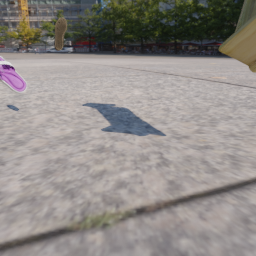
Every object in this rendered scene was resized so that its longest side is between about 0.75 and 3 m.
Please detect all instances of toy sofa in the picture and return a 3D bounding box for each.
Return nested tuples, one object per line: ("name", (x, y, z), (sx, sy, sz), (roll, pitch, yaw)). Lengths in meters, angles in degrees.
("toy sofa", (2.895, -2.481, 5.232), (1.375, 2.818, 1.167), (24, -16, -9))

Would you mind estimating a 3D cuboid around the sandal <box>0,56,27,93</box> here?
("sandal", (-2.195, -1.015, 4.955), (0.256, 0.425, 1.044), (4, -25, 43))

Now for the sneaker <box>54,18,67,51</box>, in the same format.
("sneaker", (-1.817, -2.453, 7.346), (0.296, 0.841, 0.318), (9, 3, -28))
